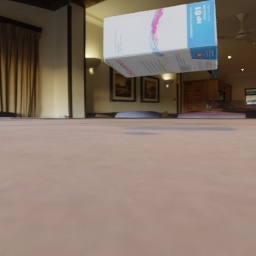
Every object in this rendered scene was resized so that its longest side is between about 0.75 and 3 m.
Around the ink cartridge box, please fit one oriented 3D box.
[{"bbox_3d":[0.990,-2.363,7.978,2.923,1.237,2.112,-3,-5,17],"label":"ink cartridge box"}]

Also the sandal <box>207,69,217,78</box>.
[{"bbox_3d":[2.753,-2.056,9.293,0.362,0.963,0.230,16,-30,-42],"label":"sandal"}]
